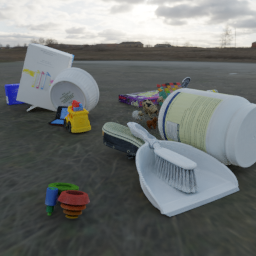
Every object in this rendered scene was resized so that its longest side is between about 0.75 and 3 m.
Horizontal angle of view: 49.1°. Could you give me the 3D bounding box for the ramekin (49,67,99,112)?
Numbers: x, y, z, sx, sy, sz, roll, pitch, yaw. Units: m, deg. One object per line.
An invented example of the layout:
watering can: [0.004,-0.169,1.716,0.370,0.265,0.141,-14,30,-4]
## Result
ramekin: [-2.240,-1.341,11.356,2.014,2.014,0.938,4,30,13]

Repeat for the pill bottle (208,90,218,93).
pill bottle: [4.607,-1.905,15.631,0.757,0.421,0.421,-9,19,-26]

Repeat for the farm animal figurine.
farm animal figurine: [0.987,-0.725,10.216,1.405,0.733,1.390,-42,41,-19]

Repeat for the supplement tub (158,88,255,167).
supplement tub: [2.151,-0.060,7.292,1.730,1.730,2.386,-12,21,-35]

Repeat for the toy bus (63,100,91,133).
toy bus: [-1.811,-0.463,9.752,0.769,1.087,1.133,-11,21,-27]

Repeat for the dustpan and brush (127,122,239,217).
dustpan and brush: [0.774,0.623,6.447,2.086,0.855,2.989,-10,21,-29]

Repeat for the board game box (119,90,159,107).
board game box: [1.178,-1.587,14.671,2.915,0.471,1.749,-12,25,-35]

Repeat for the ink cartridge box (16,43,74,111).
ink cartridge box: [-3.775,-2.171,12.834,1.809,2.889,1.857,16,14,-10]

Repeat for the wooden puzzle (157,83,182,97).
wooden puzzle: [1.705,-1.427,10.472,1.253,0.088,0.743,-5,49,-17]

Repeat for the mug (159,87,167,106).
mug: [2.119,-1.308,12.755,1.245,0.937,1.515,-10,21,-37]

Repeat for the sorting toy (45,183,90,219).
sorting toy: [-1.165,1.343,5.121,0.690,0.471,1.148,8,-1,-30]

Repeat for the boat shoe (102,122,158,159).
boat shoe: [0.211,0.493,7.456,2.054,0.639,0.766,22,24,16]

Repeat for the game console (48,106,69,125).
game console: [-2.404,-0.469,10.650,1.018,0.877,0.604,5,-12,15]

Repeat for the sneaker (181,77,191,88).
sneaker: [2.289,-1.679,11.293,0.294,0.779,0.443,32,17,-15]

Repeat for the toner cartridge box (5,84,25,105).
toner cartridge box: [-5.145,-1.798,14.343,2.048,0.973,0.442,-11,20,-34]
